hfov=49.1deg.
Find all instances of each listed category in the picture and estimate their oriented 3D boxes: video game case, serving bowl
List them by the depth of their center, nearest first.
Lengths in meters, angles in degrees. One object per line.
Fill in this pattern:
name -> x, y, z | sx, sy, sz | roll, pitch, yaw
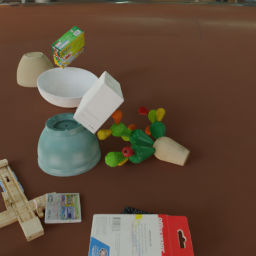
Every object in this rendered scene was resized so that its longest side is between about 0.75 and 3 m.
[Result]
video game case -> -1.484, 1.817, 6.409 | 0.767, 0.093, 0.842 | 3, 29, -15
serving bowl -> -2.401, -1.559, 11.410 | 2.464, 0.811, 2.464 | 7, 38, -5

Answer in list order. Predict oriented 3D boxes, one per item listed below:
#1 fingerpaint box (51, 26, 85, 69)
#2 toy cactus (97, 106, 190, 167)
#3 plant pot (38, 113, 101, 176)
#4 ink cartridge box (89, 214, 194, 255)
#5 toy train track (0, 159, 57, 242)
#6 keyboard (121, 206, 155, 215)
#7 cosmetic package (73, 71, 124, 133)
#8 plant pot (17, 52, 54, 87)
fingerpaint box -> -2.430, -3.301, 11.509 | 0.508, 1.155, 1.385 | 38, 68, 10
toy cactus -> 0.620, 0.259, 8.160 | 2.432, 1.507, 2.947 | 23, 29, 18
plant pot -> -1.707, 0.324, 7.975 | 1.819, 1.219, 1.819 | 1, 30, 0
ink cartridge box -> 0.229, 2.218, 5.223 | 1.824, 0.613, 1.060 | 1, 37, 0
toy train track -> -2.749, 1.470, 6.746 | 1.704, 0.483, 2.971 | -19, 35, -30
keyboard -> 0.371, 2.059, 6.068 | 1.153, 0.148, 0.693 | 10, 32, 19
cosmetic package -> -0.803, -0.884, 8.308 | 0.741, 1.208, 2.926 | 38, 11, -14
plant pot -> -4.425, -2.904, 13.454 | 1.898, 1.274, 1.898 | 0, 31, 0
